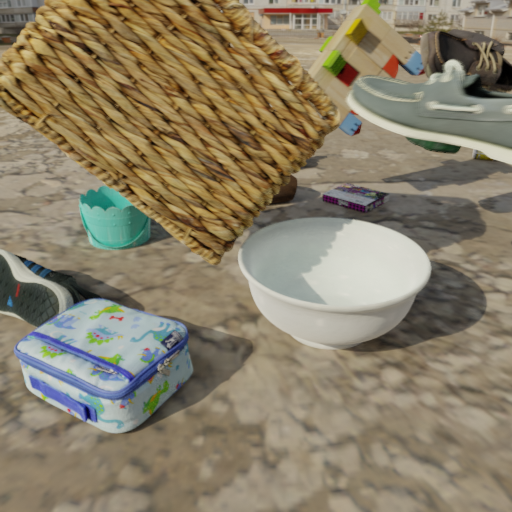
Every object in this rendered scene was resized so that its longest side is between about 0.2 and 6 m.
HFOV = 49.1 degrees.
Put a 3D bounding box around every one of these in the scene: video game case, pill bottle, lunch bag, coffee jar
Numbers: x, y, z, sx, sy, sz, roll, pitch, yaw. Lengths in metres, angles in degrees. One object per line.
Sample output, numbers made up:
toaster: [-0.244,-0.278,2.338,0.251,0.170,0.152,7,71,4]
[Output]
video game case: [2.298,-1.353,12.911,1.168,0.209,1.059,21,33,36]
pill bottle: [6.591,-2.941,15.906,0.790,0.444,0.444,12,28,17]
lunch bag: [-1.868,1.279,6.910,1.918,0.791,1.542,15,33,30]
coffee jar: [3.446,-2.851,9.791,1.050,2.013,0.859,0,34,-28]

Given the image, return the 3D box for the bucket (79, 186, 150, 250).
bucket: [-2.697,-0.758,10.907,1.399,0.910,1.399,-1,26,0]

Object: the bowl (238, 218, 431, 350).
bowl: [1.062,0.493,7.980,2.649,1.191,2.649,0,27,0]

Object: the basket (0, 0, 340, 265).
basket: [-1.237,-2.293,8.084,3.871,2.884,2.763,38,6,-22]

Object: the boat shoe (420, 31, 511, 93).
boat shoe: [2.579,-2.311,6.650,1.775,0.661,0.651,1,-7,-44]

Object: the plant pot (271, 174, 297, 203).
plant pot: [0.308,-1.631,12.716,1.157,1.082,1.082,9,24,-14]

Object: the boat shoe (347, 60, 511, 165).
boat shoe: [2.230,-1.668,5.997,2.674,0.826,0.974,27,42,30]

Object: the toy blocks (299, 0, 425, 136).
toy blocks: [2.125,-3.540,11.256,1.858,2.719,1.358,34,10,-19]

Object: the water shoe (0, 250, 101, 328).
water shoe: [-3.309,0.577,8.560,2.432,0.870,0.960,23,8,39]
